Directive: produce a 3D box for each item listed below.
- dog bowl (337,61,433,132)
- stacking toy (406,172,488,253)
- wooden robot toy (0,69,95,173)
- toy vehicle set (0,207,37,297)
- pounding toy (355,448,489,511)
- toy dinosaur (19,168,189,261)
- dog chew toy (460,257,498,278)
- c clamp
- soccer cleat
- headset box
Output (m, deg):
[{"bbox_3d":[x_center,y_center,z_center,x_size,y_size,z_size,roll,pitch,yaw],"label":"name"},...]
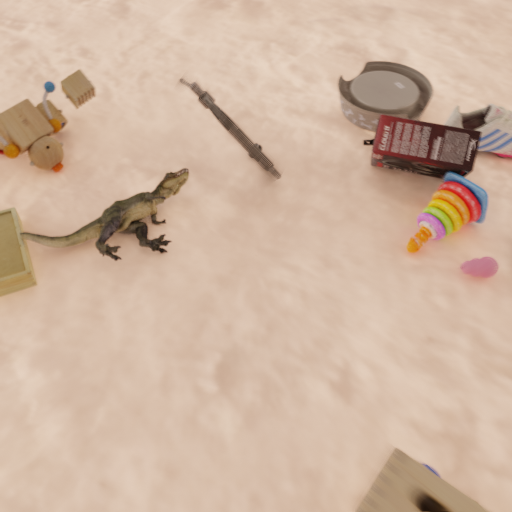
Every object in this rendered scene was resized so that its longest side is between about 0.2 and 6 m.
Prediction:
[{"bbox_3d":[2.871,-3.580,12.678,2.123,0.623,2.123,0,50,0],"label":"dog bowl"},{"bbox_3d":[3.305,-0.627,10.164,1.689,0.980,0.927,-41,54,-13],"label":"stacking toy"},{"bbox_3d":[-4.465,-2.372,11.576,1.503,1.459,3.312,49,58,-7],"label":"wooden robot toy"},{"bbox_3d":[-5.364,0.219,9.633,2.772,0.367,1.722,-18,52,-15],"label":"toy vehicle set"},{"bbox_3d":[2.198,3.142,6.516,1.767,1.626,1.256,31,68,23],"label":"pounding toy"},{"bbox_3d":[-2.425,-0.530,10.063,3.202,0.760,1.411,-26,52,-20],"label":"toy dinosaur"},{"bbox_3d":[3.806,0.197,9.596,0.596,0.371,0.371,-1,50,-2],"label":"dog chew toy"},{"bbox_3d":[-0.411,-2.498,11.001,0.326,2.407,2.056,-44,30,6],"label":"c clamp"},{"bbox_3d":[5.126,-2.597,11.553,2.489,1.074,0.869,1,50,0],"label":"soccer cleat"},{"bbox_3d":[3.071,-2.057,10.752,2.031,1.511,0.784,12,92,10],"label":"headset box"}]
